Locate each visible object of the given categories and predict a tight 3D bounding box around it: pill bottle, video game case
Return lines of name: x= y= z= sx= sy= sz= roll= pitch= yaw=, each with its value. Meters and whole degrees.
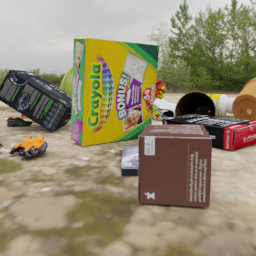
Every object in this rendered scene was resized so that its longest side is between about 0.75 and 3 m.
pill bottle: x=4.649 y=-1.212 z=14.875 sx=2.050 sy=1.141 sz=1.141 roll=7 pitch=11 yaw=33
video game case: x=0.564 y=0.660 z=6.120 sx=1.384 sy=0.184 sz=1.937 roll=0 pitch=10 yaw=0

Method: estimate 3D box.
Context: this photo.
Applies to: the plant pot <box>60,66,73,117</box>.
plant pot: x=-1.464 y=-1.553 z=13.563 sx=2.497 sy=2.716 sz=2.716 roll=16 pitch=15 yaw=24

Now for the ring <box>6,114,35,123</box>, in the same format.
ring: x=-4.508 y=-0.491 z=13.274 sx=2.345 sy=0.225 sz=2.345 roll=0 pitch=8 yaw=0

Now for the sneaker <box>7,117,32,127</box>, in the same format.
sneaker: x=-4.332 y=-0.244 z=11.199 sx=0.968 sy=0.384 sz=0.365 roll=-3 pitch=8 yaw=-24

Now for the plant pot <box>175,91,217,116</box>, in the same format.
plant pot: x=2.639 y=-0.556 z=10.382 sx=1.440 sy=1.440 sz=1.541 roll=4 pitch=2 yaw=25

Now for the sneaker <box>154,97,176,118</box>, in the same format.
sneaker: x=1.503 y=-0.956 z=12.970 sx=2.341 sy=0.872 sz=1.020 roll=22 pitch=26 yaw=22

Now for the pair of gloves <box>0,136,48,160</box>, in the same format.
pair of gloves: x=-2.978 y=0.523 z=6.810 sx=1.978 sy=0.245 sz=1.762 roll=-5 pitch=11 yaw=-12

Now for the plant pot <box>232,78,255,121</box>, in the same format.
plant pot: x=4.958 y=-0.831 z=10.600 sx=1.421 sy=2.030 sz=2.030 roll=-25 pitch=21 yaw=-30

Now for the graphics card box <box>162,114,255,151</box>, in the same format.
graphics card box: x=2.441 y=0.044 z=8.357 sx=1.592 sy=0.645 sz=2.538 roll=-11 pitch=15 yaw=-38

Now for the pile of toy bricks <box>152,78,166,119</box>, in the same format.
pile of toy bricks: x=0.674 y=-0.716 z=9.945 sx=2.198 sy=1.085 sz=1.220 roll=-33 pitch=-16 yaw=-17

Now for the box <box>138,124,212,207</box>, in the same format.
box: x=0.717 y=0.506 z=4.370 sx=0.994 sy=1.004 sz=1.211 roll=1 pitch=9 yaw=9

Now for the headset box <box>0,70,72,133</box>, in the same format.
headset box: x=-3.201 y=-1.005 z=10.594 sx=2.503 sy=1.161 sz=2.179 roll=32 pitch=8 yaw=-3

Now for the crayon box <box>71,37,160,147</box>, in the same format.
crayon box: x=-0.360 y=-1.043 z=8.138 sx=2.454 sy=2.844 sz=0.829 roll=-7 pitch=19 yaw=-37
